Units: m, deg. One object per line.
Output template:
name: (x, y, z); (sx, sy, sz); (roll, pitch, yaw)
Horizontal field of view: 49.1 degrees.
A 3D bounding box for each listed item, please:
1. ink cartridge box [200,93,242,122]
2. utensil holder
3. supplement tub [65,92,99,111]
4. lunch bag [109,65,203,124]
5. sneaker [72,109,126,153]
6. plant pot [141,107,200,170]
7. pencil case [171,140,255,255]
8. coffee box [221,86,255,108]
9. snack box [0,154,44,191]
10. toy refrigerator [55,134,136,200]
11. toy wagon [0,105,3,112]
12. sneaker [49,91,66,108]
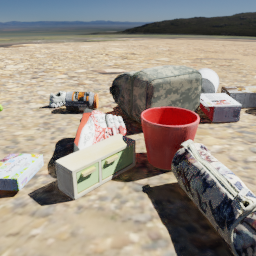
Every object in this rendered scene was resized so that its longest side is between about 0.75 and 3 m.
ink cartridge box: (3.364, -0.816, 10.848); (1.390, 0.664, 1.583); (-1, 23, -3)
utensil holder: (3.379, -1.874, 12.568); (1.306, 1.306, 1.537); (8, 26, 18)
supplement tub: (-1.855, -1.087, 11.361); (1.267, 0.777, 0.777); (0, 23, 1)
lunch bag: (1.031, -1.383, 10.459); (2.826, 1.969, 2.371); (-16, 32, -31)
sneaker: (-0.756, 0.327, 7.902); (1.363, 0.849, 2.544); (12, 32, -6)
plant pot: (1.070, 0.278, 7.423); (1.499, 1.326, 1.499); (0, 24, 0)
pencil case: (1.736, 1.191, 5.474); (1.014, 1.166, 2.608); (-11, 24, -11)
coffee box: (4.997, -1.356, 12.085); (1.738, 0.693, 0.994); (0, 23, -1)
snack box: (-2.758, 1.029, 6.782); (0.942, 0.351, 1.325); (2, 19, 7)
toy refrigerator: (-0.678, 0.865, 6.763); (0.706, 0.766, 2.017); (20, 30, 39)
toy wagon: (-5.889, -0.613, 10.759); (1.914, 0.379, 1.485); (10, 25, 24)
sneaker: (-2.678, -1.309, 12.104); (1.536, 0.623, 0.577); (-16, 26, -37)
